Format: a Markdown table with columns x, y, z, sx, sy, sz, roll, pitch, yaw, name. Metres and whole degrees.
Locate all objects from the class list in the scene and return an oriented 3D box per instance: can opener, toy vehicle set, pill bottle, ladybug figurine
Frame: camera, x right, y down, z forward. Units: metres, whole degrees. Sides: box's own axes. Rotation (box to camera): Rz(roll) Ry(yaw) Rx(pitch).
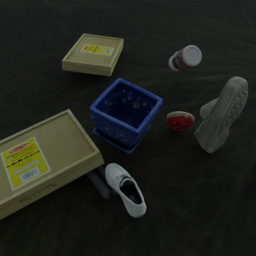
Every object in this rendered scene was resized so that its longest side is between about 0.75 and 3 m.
| x | y | z | sx | sy | sz | roll | pitch | yaw | name |
| --- | --- | --- | --- | --- | --- | --- | --- | --- | --- |
| -0.748 | 0.922 | 6.388 | 0.411 | 0.515 | 1.541 | -19 | 40 | -28 | can opener |
| -1.159 | -2.695 | 10.071 | 1.617 | 0.345 | 2.603 | 9 | 38 | 4 | toy vehicle set |
| -2.266 | 0.797 | 6.233 | 2.979 | 0.395 | 1.851 | -27 | 45 | -15 | toy vehicle set |
| 1.835 | -2.238 | 9.169 | 0.660 | 0.660 | 1.140 | -17 | 5 | -17 | pill bottle |
| 1.361 | -0.163 | 7.354 | 0.693 | 1.021 | 0.367 | 12 | 79 | -2 | ladybug figurine |

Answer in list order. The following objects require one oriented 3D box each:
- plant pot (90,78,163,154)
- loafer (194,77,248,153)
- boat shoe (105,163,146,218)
| x | y | z | sx | sy | sz | roll | pitch | yaw | name |
| --- | --- | --- | --- | --- | --- | --- | --- | --- | --- |
| -0.080 | -0.225 | 6.986 | 1.331 | 1.197 | 1.331 | 28 | 53 | 13 | plant pot |
| 2.000 | -0.293 | 6.376 | 0.805 | 2.301 | 0.803 | -30 | 60 | -26 | loafer |
| -0.042 | 1.151 | 5.737 | 0.509 | 0.452 | 1.384 | -24 | 49 | -24 | boat shoe |
